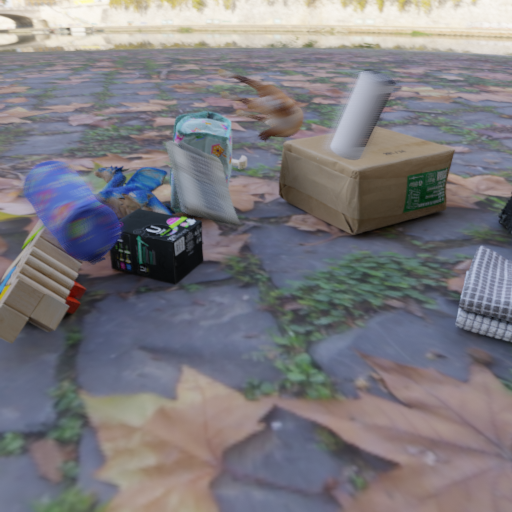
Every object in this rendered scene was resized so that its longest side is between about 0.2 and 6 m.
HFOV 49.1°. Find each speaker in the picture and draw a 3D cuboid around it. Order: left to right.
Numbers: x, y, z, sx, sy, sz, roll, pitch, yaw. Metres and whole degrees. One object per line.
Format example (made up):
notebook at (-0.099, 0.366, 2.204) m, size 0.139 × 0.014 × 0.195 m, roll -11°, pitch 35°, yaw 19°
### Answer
speaker at (1.980, -2.633, 10.585) m, size 0.649 × 1.597 × 0.649 m, roll 14°, pitch 36°, yaw -11°

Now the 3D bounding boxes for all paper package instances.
paper package at (2.731, -1.999, 14.092) m, size 3.214 × 1.663 × 3.064 m, roll -15°, pitch 30°, yaw -28°

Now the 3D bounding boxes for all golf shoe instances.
golf shoe at (6.357, -0.811, 12.746) m, size 1.261 × 1.037 × 2.668 m, roll 24°, pitch 30°, yaw 4°

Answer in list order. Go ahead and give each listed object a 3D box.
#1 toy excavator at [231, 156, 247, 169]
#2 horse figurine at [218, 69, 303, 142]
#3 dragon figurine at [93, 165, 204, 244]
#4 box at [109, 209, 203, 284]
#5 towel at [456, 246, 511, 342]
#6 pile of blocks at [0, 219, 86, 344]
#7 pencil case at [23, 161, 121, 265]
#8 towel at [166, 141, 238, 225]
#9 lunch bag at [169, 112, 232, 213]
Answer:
toy excavator at (-1.067, -3.124, 17.597) m, size 1.431 × 0.735 × 1.472 m, roll -5°, pitch 39°, yaw -6°
horse figurine at (0.187, -1.934, 7.480) m, size 1.173 × 0.442 × 1.770 m, roll 23°, pitch -2°, yaw 19°
dragon figurine at (-2.664, -1.329, 13.088) m, size 4.080 × 1.201 × 2.028 m, roll 8°, pitch 33°, yaw 28°
box at (-2.015, -0.224, 11.292) m, size 1.552 × 0.964 × 1.152 m, roll 12°, pitch 29°, yaw 22°
towel at (4.423, 0.670, 9.608) m, size 1.691 × 0.874 × 2.043 m, roll 12°, pitch 29°, yaw 21°
pile of blocks at (-3.761, 0.409, 10.179) m, size 1.216 × 1.607 × 3.914 m, roll 37°, pitch 27°, yaw -24°
pencil case at (-2.798, -0.727, 8.508) m, size 0.970 × 0.872 × 2.235 m, roll 11°, pitch 18°, yaw -41°
towel at (-0.851, -1.203, 9.158) m, size 0.234 × 1.354 × 1.303 m, roll -30°, pitch -25°, yaw 32°
lunch bag at (-1.416, -2.445, 14.376) m, size 1.559 × 2.178 × 2.557 m, roll 6°, pitch 26°, yaw -6°
